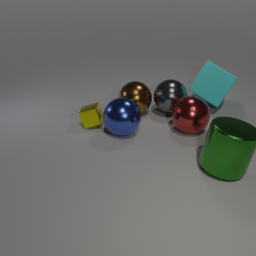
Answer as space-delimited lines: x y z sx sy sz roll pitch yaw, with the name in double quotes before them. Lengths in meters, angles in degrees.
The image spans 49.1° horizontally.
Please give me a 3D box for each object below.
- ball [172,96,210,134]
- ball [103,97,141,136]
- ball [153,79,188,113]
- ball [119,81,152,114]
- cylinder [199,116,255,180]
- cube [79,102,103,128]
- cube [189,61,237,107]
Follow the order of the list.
"ball" 2.331 -0.482 10.392 1.400 1.400 1.400 0 29 0
"ball" -0.212 -0.413 10.218 1.400 1.400 1.400 0 29 0
"ball" 1.760 -1.314 11.634 1.400 1.400 1.400 0 29 0
"ball" 0.306 -1.256 11.734 1.400 1.400 1.400 0 29 0
"cylinder" 2.972 0.575 8.282 1.400 1.400 1.400 7 28 -4
"cube" -1.409 -0.496 10.857 0.700 0.700 0.700 -14 22 10
"cube" 3.638 -1.921 12.016 1.400 1.400 1.400 33 20 8
